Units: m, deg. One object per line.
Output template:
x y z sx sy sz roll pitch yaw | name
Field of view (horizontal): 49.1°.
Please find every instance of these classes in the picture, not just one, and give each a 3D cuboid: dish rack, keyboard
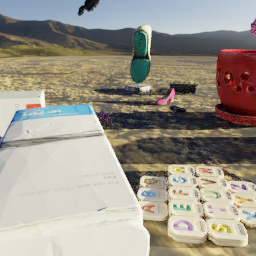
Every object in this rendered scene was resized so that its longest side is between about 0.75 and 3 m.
3.289 -2.409 16.345 1.628 0.579 2.122 5 19 13 | dish rack
-1.047 -3.787 8.370 1.162 0.248 1.936 -37 27 13 | keyboard

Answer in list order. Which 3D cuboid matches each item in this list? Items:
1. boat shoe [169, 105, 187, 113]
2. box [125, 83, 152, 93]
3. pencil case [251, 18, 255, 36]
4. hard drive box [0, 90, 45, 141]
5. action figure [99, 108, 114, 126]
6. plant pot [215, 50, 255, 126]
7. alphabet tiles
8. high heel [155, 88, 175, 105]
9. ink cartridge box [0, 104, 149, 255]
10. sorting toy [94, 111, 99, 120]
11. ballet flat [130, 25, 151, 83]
2.082 -0.781 11.829 0.771 0.280 0.242 16 20 28 | boat shoe
0.629 -2.369 16.600 1.036 0.316 1.308 -14 23 -37 | box
2.762 -2.127 5.846 0.403 0.416 0.887 10 17 19 | pencil case
-3.353 -0.151 7.723 2.086 1.626 0.801 -4 19 -10 | hard drive box
-0.776 -0.400 10.215 0.559 0.622 0.835 4 4 -6 | action figure
4.720 -1.559 10.453 2.848 2.593 2.848 -1 18 0 | plant pot
1.408 1.342 5.480 2.458 0.183 2.513 2 19 7 | alphabet tiles
1.780 -1.513 13.431 1.379 0.662 0.464 -15 23 -39 | high heel
-0.755 1.070 3.223 1.218 2.078 2.837 -4 19 -12 | ink cartridge box
-1.836 -0.516 11.073 1.291 0.235 1.195 -4 19 -14 | sorting toy
0.530 -2.863 10.865 0.836 2.407 0.836 3 47 -3 | ballet flat
